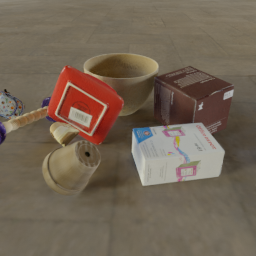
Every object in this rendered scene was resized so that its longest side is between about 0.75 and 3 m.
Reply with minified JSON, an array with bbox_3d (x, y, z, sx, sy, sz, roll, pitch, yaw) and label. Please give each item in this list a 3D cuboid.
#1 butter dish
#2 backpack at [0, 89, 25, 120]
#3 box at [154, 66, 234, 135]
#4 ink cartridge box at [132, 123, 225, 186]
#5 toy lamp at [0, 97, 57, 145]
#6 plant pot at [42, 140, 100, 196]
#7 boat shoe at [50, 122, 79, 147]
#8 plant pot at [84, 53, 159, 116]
[{"bbox_3d":[-1.037,-0.761,7.665,1.777,1.772,1.314,31,34,-2],"label":"butter dish"},{"bbox_3d":[-3.693,-0.661,8.727,0.843,0.885,0.682,25,3,-17],"label":"backpack"},{"bbox_3d":[1.839,-0.745,8.270,1.476,1.461,1.779,-21,39,-25],"label":"box"},{"bbox_3d":[1.149,0.579,6.826,1.896,0.802,1.370,-4,32,-10],"label":"ink cartridge box"},{"bbox_3d":[-2.711,-0.309,7.982,0.823,0.823,2.826,16,26,24],"label":"toy lamp"},{"bbox_3d":[-1.114,0.761,5.953,1.087,0.943,1.087,28,43,-29],"label":"plant pot"},{"bbox_3d":[-1.464,0.095,6.444,0.467,1.449,0.516,44,80,-1],"label":"boat shoe"},{"bbox_3d":[-0.212,-1.340,9.222,2.353,1.580,2.353,0,32,0],"label":"plant pot"}]
